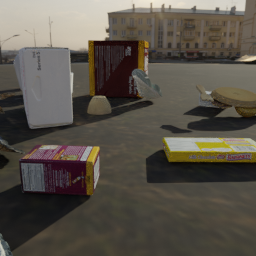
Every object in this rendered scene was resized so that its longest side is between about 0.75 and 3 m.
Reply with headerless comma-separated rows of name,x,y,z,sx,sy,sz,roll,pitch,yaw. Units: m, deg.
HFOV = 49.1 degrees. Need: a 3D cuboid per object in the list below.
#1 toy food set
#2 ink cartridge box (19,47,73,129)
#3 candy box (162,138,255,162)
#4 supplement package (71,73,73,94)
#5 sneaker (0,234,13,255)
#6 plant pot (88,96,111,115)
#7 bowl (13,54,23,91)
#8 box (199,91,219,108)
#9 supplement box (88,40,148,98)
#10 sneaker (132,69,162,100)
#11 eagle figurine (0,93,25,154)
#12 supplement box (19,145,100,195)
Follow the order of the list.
toy food set,3.540,-0.870,9.215,2.577,0.517,1.779,5,26,1
ink cartridge box,-2.548,-1.352,8.455,1.204,2.085,2.866,-6,17,-21
candy box,1.669,0.418,5.506,1.887,0.249,0.965,1,11,0
supplement package,-3.524,-2.145,13.110,1.803,1.026,0.987,3,16,-7
sneaker,-1.376,1.214,2.063,2.072,0.804,0.895,5,27,43
plant pot,-0.961,-0.789,9.359,0.804,0.540,0.804,-1,16,0
bowl,-4.521,-2.461,12.789,0.757,2.024,2.027,-11,14,-3
box,3.211,-1.056,10.394,1.010,0.492,0.628,9,18,29
supplement box,-0.371,-2.694,12.674,2.444,2.411,1.623,2,15,9
sneaker,0.626,-1.594,10.988,0.763,0.669,1.904,-24,-36,25
eagle figurine,-2.949,0.087,5.377,1.473,1.481,1.952,39,17,-47
supplement box,-0.989,0.615,4.250,1.054,0.544,0.690,2,16,3
